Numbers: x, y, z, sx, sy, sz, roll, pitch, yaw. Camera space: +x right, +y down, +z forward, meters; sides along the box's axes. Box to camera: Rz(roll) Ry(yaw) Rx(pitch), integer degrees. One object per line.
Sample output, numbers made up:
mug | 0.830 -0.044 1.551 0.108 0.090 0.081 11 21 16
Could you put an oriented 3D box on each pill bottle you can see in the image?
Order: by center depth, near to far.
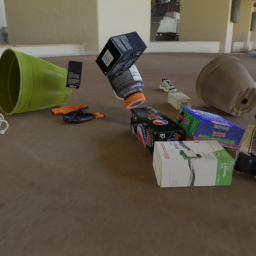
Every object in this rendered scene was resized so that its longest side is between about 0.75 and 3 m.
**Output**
pill bottle | -0.163 -2.298 13.089 1.452 2.733 1.452 -23 -11 -5

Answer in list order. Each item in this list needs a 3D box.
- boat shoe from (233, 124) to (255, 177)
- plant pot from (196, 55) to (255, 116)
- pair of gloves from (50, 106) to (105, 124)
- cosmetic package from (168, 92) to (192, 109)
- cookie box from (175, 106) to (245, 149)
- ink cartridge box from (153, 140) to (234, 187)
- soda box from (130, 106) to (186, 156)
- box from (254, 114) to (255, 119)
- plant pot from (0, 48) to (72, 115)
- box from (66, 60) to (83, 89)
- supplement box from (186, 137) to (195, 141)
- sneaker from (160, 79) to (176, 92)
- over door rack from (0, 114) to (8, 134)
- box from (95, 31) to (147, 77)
boat shoe | 3.810 0.725 8.017 1.212 0.976 2.614 22 29 20
plant pot | 4.773 -1.745 12.978 2.566 2.566 2.227 -5 38 -14
pair of gloves | -2.279 -0.625 12.543 1.861 0.258 2.089 -12 26 -33
cosmetic package | 2.612 -1.398 14.266 0.764 0.540 1.476 -3 19 -8
cookie box | 2.723 -0.058 9.654 1.629 0.716 1.905 12 15 -12
ink cartridge box | 1.638 0.911 7.438 1.811 0.764 1.323 -1 20 -3
soda box | 0.910 0.060 9.608 1.008 0.902 2.848 -6 20 -14
box | 5.295 -0.065 7.698 2.790 1.733 2.812 26 25 9
plant pot | -4.344 -2.087 13.374 2.826 2.935 2.935 -3 16 -44
box | -2.311 -2.268 11.988 0.590 1.005 0.988 6 -2 -14
supplement box | 2.273 0.503 9.316 0.751 0.250 0.258 14 14 34
sneaker | 2.490 -2.721 17.733 0.615 0.712 1.625 -7 22 -25
over door rack | -6.287 -0.432 10.504 2.978 0.992 2.200 12 10 -36
box | -0.264 -2.730 10.357 1.381 0.811 1.358 -28 -9 -39
